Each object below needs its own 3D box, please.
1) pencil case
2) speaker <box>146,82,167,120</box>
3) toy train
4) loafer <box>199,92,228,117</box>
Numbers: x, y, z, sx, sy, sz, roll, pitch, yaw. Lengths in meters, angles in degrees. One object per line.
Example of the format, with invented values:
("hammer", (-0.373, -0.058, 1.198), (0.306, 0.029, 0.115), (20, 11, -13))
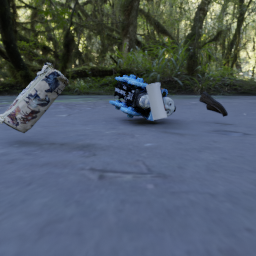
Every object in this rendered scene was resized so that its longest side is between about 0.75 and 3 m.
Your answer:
("pencil case", (-1.957, -0.599, 5.812), (0.617, 1.586, 0.709), (31, -12, 37))
("speaker", (0.732, -0.671, 7.162), (0.376, 0.926, 0.376), (-12, 0, 0))
("toy train", (0.471, -1.008, 9.436), (1.710, 1.297, 2.993), (12, 9, -19))
("loafer", (2.729, -0.692, 9.008), (1.121, 0.400, 0.409), (50, 11, 34))
